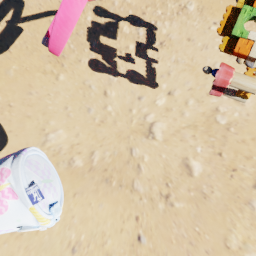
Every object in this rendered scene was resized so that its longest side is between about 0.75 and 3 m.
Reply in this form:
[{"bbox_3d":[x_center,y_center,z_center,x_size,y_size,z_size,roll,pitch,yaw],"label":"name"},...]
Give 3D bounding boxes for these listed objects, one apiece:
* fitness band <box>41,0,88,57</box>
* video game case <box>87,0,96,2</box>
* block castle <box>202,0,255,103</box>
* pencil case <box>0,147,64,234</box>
[{"bbox_3d":[-1.044,-2.452,5.389,0.449,1.722,2.397,25,51,-20],"label":"fitness band"},{"bbox_3d":[0.412,-2.533,4.877,2.013,0.176,1.439,12,35,42],"label":"video game case"},{"bbox_3d":[2.413,-1.820,5.748,1.141,1.625,2.432,24,93,13],"label":"block castle"},{"bbox_3d":[-2.603,1.393,4.743,2.984,1.241,1.354,-20,104,7],"label":"pencil case"}]
